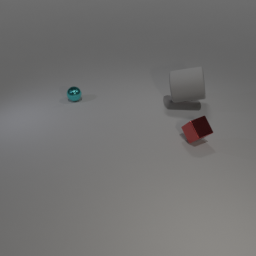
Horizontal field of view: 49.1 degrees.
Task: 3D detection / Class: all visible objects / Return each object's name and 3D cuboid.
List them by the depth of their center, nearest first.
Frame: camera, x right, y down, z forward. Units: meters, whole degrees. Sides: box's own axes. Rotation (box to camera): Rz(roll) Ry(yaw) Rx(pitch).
[{"bbox_3d":[2.498,0.066,10.136,0.700,0.700,0.700,-20,79,-22],"label":"cube"},{"bbox_3d":[2.608,-1.874,12.221,1.400,1.400,1.400,-6,29,17],"label":"cylinder"},{"bbox_3d":[-2.550,-1.618,13.265,0.700,0.700,0.700,0,31,0],"label":"ball"}]
